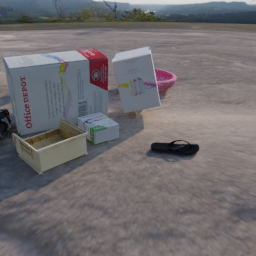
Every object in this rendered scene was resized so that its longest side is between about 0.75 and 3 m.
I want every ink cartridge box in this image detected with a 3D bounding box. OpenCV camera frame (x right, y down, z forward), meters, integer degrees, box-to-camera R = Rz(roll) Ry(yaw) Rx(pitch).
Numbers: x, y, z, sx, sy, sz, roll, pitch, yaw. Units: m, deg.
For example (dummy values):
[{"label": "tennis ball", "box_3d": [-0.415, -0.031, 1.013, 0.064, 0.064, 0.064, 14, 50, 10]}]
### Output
[{"label": "ink cartridge box", "box_3d": [-0.880, -0.016, 8.152, 0.796, 0.462, 1.099, -16, 29, -30]}, {"label": "ink cartridge box", "box_3d": [0.330, -1.514, 9.430, 1.260, 2.012, 1.293, -11, 26, 8]}, {"label": "ink cartridge box", "box_3d": [-2.127, -1.185, 8.607, 2.854, 2.080, 1.182, -13, 35, -25]}]

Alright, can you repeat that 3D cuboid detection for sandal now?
[{"label": "sandal", "box_3d": [1.235, 0.489, 7.308, 1.269, 0.272, 0.483, 1, 25, 3]}]

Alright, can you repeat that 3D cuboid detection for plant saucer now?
[{"label": "plant saucer", "box_3d": [0.753, -2.044, 12.101, 2.606, 0.660, 2.606, 3, 24, -1]}]

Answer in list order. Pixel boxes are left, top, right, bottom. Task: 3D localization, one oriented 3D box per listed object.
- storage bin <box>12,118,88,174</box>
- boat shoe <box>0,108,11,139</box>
[{"label": "storage bin", "box_3d": [-1.961, 0.375, 7.111, 1.388, 0.651, 1.378, -22, 34, -38]}, {"label": "boat shoe", "box_3d": [-3.737, -0.143, 8.217, 0.582, 0.713, 1.930, -15, 21, -19]}]
